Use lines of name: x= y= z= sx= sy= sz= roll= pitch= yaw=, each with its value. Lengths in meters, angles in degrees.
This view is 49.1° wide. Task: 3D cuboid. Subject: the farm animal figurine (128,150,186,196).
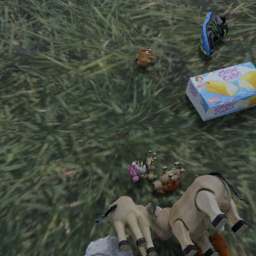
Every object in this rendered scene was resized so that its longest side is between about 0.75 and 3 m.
farm animal figurine: x=0.680 y=1.193 z=7.007 sx=1.297 sy=0.652 sz=1.047 roll=22 pitch=40 yaw=18

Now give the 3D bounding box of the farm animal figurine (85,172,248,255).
farm animal figurine: x=0.565 y=2.026 z=5.525 sx=2.909 sy=2.349 sz=1.463 roll=-10 pitch=38 yaw=-12

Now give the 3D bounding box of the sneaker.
sneaker: x=3.092 y=-3.427 z=9.985 sx=0.894 sy=0.765 sz=2.158 roll=11 pitch=54 yaw=15

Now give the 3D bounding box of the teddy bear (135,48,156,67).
teddy bear: x=0.587 y=-2.425 z=9.633 sx=0.695 sy=0.320 sz=0.958 roll=-3 pitch=48 yaw=-11

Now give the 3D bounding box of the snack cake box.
snack cake box: x=3.006 y=-1.132 z=8.463 sx=2.134 sy=0.717 sz=1.227 roll=-17 pitch=59 yaw=-12
